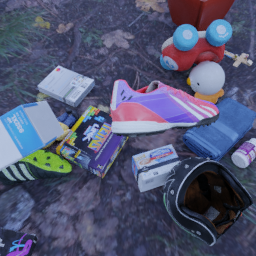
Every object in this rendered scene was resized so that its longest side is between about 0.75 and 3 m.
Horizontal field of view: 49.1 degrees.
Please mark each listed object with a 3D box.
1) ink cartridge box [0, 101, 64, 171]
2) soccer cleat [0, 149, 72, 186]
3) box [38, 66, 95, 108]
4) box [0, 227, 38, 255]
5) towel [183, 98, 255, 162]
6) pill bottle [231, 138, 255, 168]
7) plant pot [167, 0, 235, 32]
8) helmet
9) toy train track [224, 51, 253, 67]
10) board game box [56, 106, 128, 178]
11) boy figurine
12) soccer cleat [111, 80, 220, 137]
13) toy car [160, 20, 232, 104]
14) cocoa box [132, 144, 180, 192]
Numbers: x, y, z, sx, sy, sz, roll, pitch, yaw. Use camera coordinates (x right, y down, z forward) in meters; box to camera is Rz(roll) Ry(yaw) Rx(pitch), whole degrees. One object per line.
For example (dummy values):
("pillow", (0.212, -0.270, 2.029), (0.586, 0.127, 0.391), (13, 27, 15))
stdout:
("ink cartridge box", (-2.813, 0.362, 6.286), (2.296, 1.666, 0.961), (-28, 98, 4))
("soccer cleat", (-3.058, 1.175, 8.170), (2.734, 1.108, 0.923), (10, 30, -18))
("box", (-2.283, -1.576, 10.436), (1.665, 0.343, 1.298), (24, 57, 15))
("box", (-3.335, 3.552, 6.726), (1.582, 0.399, 2.213), (10, 56, 6))
("towel", (2.989, 0.040, 9.130), (2.427, 0.589, 1.355), (-38, 62, -23))
("pill bottle", (3.690, 0.749, 8.645), (0.964, 0.541, 0.541), (-37, 62, -23))
("plant pot", (3.072, -5.425, 12.156), (2.311, 2.039, 2.314), (-30, 60, -20))
("helmet", (1.830, 1.711, 7.032), (2.008, 2.008, 1.915), (-35, 63, -22))
("toy train track", (4.329, -3.044, 11.538), (1.677, 0.273, 0.962), (33, 60, 22))
("board game box", (-1.026, 0.378, 8.900), (1.631, 0.560, 1.973), (22, 57, 16))
("boy figurine", (-2.349, 0.002, 9.212), (0.991, 0.514, 1.594), (30, 57, 17))
("soccer cleat", (0.910, -0.483, 5.829), (2.894, 1.059, 0.987), (-8, 6, -36))
("toy car", (2.507, -2.040, 10.021), (2.288, 2.384, 2.586), (-10, 84, -7))
("cocoa box", (0.828, 1.165, 8.149), (1.268, 0.846, 0.832), (-16, 56, -11))
